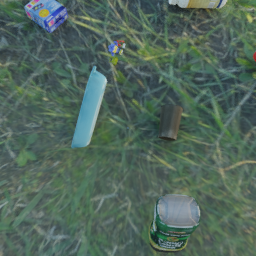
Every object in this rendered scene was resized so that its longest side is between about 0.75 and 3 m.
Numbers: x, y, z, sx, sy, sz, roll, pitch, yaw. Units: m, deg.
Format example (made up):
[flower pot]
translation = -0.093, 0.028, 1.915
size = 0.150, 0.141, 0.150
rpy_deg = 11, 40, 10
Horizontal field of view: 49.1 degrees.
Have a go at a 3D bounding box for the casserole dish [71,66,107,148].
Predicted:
[casserole dish]
translation = -1.191, -0.563, 8.874
size = 0.530, 1.653, 2.730
rpy_deg = 17, 107, -5

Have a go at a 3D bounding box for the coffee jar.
[coffee jar]
translation = 1.188, 2.680, 7.648
size = 1.132, 2.170, 0.926
rpy_deg = 2, 51, -1

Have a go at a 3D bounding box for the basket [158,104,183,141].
[basket]
translation = 1.412, -0.159, 9.509
size = 0.734, 0.973, 1.080
rpy_deg = 11, 78, -4

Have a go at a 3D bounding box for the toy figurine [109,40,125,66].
[toy figurine]
translation = -0.560, -2.757, 9.956
size = 0.490, 0.557, 0.930
rpy_deg = 33, 104, 34

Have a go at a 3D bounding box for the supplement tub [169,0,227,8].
[supplement tub]
translation = 2.821, -5.685, 11.268
size = 2.199, 1.588, 1.588
rpy_deg = 1, 68, -1

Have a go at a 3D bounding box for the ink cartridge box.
[ink cartridge box]
translation = -3.216, -4.645, 11.408
size = 1.587, 0.606, 1.083
rpy_deg = 38, 73, 12

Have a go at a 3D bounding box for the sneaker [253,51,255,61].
[sneaker]
translation = 5.470, -1.816, 10.077
size = 1.147, 1.040, 2.700
rpy_deg = -36, 72, -8
